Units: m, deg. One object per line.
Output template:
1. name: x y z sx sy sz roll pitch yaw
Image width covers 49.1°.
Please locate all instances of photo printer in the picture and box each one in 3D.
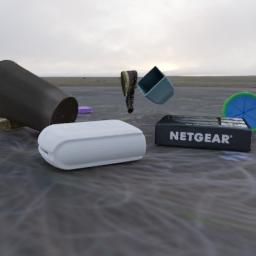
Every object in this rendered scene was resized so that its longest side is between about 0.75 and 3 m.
1. photo printer: -1.009 0.354 7.009 2.347 0.815 1.952 -5 13 -24

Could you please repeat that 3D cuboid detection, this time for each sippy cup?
1. sippy cup: 4.205 -0.519 10.423 1.915 1.504 1.403 12 2 13

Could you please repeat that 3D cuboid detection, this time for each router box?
1. router box: 2.308 0.085 8.765 2.693 0.688 2.009 3 11 17

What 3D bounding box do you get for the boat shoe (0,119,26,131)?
1. boat shoe: -4.412 -0.135 10.638 0.376 0.440 1.199 6 11 43

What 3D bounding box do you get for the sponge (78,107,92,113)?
1. sponge: -3.035 -0.996 15.611 1.872 0.279 1.044 -5 12 -24

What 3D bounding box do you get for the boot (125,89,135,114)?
1. boot: 0.125 -1.164 11.836 0.356 0.985 0.744 0 53 -14

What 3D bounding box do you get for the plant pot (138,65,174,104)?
1. plant pot: 1.549 -2.023 14.254 1.435 1.409 1.405 37 16 -36

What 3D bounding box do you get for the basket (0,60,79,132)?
1. basket: -3.195 -0.867 9.629 2.634 2.375 1.791 23 49 20

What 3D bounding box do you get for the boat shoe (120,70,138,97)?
1. boat shoe: 0.075 -1.639 10.405 0.626 0.708 1.933 -13 -5 -3
